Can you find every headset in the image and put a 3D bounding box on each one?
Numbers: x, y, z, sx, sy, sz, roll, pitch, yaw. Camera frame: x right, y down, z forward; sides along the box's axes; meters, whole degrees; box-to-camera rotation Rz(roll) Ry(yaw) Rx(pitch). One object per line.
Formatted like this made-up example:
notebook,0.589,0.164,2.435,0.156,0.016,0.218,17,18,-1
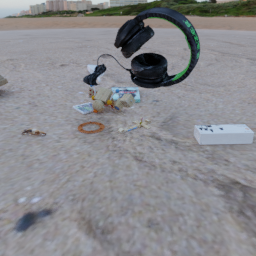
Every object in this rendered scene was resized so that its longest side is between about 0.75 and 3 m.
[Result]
headset,0.207,-1.539,6.211,2.681,1.656,1.260,-6,34,39

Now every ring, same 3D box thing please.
ring,-1.328,-0.045,10.097,0.972,0.093,0.972,0,25,0

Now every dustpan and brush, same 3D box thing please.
dustpan and brush,-1.150,-2.051,10.565,0.661,0.271,0.947,1,36,-23

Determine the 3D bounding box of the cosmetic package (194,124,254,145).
cosmetic package,3.104,0.195,9.152,1.726,0.437,0.712,-1,25,-3

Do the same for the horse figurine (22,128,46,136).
horse figurine,-3.243,0.144,9.520,0.803,0.200,0.532,7,13,28

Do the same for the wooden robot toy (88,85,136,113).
wooden robot toy,-0.939,-0.973,11.507,2.463,1.085,1.118,17,62,29

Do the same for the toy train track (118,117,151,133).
toy train track,0.257,-0.127,10.107,1.453,0.236,0.834,-20,31,-36

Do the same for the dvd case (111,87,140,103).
dvd case,-0.145,-1.612,13.387,1.390,0.210,1.904,0,24,0

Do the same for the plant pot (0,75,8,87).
plant pot,-6.849,-2.243,13.391,1.899,0.876,1.899,-16,20,6

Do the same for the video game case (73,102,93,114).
video game case,-1.734,-0.843,11.815,0.862,0.111,0.948,-18,30,-33
